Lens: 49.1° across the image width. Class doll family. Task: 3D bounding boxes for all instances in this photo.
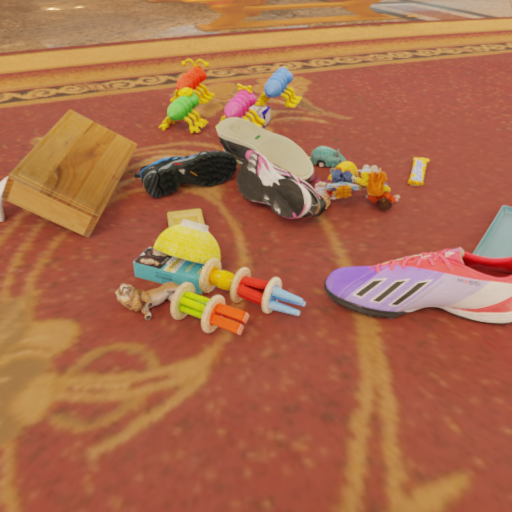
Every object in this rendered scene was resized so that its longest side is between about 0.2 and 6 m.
[{"bbox_3d":[1.945,-1.426,11.224,1.898,0.855,1.178,1,31,5],"label":"doll family"}]

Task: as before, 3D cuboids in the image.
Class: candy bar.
[{"bbox_3d":[3.646,-1.892,12.575,0.359,0.160,1.441,11,35,16],"label":"candy bar"}]

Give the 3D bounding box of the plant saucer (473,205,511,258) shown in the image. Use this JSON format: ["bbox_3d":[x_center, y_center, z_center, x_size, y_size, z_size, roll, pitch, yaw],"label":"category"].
[{"bbox_3d":[4.581,-0.295,10.159,0.788,0.214,2.253,20,38,28],"label":"plant saucer"}]

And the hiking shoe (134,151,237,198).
[{"bbox_3d":[-1.479,-1.922,12.036,2.155,0.802,0.934,-15,36,-23],"label":"hiking shoe"}]

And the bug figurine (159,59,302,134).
[{"bbox_3d":[-0.869,-4.341,15.012,3.858,0.993,2.992,8,44,20],"label":"bug figurine"}]

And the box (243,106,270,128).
[{"bbox_3d":[-0.028,-3.795,15.195,0.737,0.387,0.678,7,35,11],"label":"box"}]

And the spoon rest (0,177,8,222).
[{"bbox_3d":[-4.128,-1.483,11.428,2.530,0.767,1.257,-26,42,-32],"label":"spoon rest"}]

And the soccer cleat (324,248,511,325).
[{"bbox_3d":[2.548,0.315,8.430,2.999,1.098,1.023,5,34,7],"label":"soccer cleat"}]

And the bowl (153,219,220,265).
[{"bbox_3d":[-1.076,-0.259,9.274,1.124,0.605,1.124,16,2,0],"label":"bowl"}]

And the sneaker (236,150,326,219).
[{"bbox_3d":[0.491,-1.305,11.191,1.001,0.932,2.320,9,27,-41],"label":"sneaker"}]

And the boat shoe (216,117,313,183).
[{"bbox_3d":[0.210,-2.179,12.350,2.583,0.873,0.928,34,57,28],"label":"boat shoe"}]

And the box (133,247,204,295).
[{"bbox_3d":[-1.346,0.231,9.266,1.276,0.314,0.525,13,36,19],"label":"box"}]

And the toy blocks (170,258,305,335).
[{"bbox_3d":[-0.226,0.707,8.307,1.637,0.595,1.365,17,37,23],"label":"toy blocks"}]

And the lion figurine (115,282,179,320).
[{"bbox_3d":[-1.547,0.621,8.680,1.150,0.417,0.704,-7,27,-31],"label":"lion figurine"}]

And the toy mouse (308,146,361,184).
[{"bbox_3d":[1.379,-2.093,12.635,2.130,0.412,1.893,-21,39,-28],"label":"toy mouse"}]

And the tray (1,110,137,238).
[{"bbox_3d":[-3.622,-1.814,11.402,1.660,0.623,3.365,26,32,-14],"label":"tray"}]

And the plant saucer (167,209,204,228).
[{"bbox_3d":[-1.342,-0.648,10.701,0.662,0.160,0.662,-8,35,-8],"label":"plant saucer"}]
